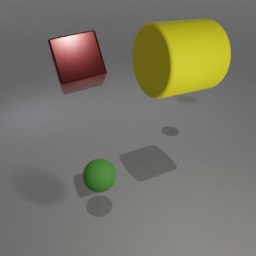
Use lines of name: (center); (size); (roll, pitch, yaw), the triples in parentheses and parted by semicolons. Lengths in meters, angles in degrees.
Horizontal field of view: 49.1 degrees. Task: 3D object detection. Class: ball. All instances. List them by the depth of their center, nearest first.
ball: (-0.596, 0.995, 5.878); (0.700, 0.700, 0.700); (0, 29, 0)

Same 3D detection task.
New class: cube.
cube: (-0.786, -1.002, 4.393); (0.700, 0.700, 0.700); (-16, -2, -12)

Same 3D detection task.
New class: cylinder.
cylinder: (1.012, -1.383, 5.548); (1.400, 1.400, 1.400); (-14, 32, -26)
